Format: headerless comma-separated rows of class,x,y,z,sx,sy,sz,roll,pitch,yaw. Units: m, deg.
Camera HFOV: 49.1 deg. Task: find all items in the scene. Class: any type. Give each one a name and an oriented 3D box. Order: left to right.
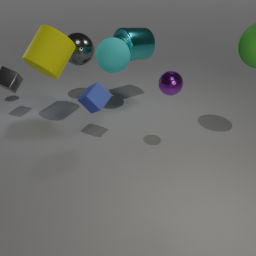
cube,-4.737,-1.913,11.146,0.700,0.700,0.700,25,-10,1
cylinder,-2.838,-2.717,10.128,1.400,1.400,1.400,27,-6,3
ball,-2.197,-3.476,12.365,1.400,1.400,1.400,0,29,0
cube,-1.149,-1.021,9.608,0.700,0.700,0.700,-10,40,54
ball,-0.606,-2.915,11.295,1.400,1.400,1.400,0,29,0
cylinder,0.238,-3.705,12.407,1.400,1.400,1.400,-16,32,-37
ball,1.225,-1.279,8.024,0.700,0.700,0.700,0,29,0
ball,4.076,-2.491,8.447,1.400,1.400,1.400,0,29,0
